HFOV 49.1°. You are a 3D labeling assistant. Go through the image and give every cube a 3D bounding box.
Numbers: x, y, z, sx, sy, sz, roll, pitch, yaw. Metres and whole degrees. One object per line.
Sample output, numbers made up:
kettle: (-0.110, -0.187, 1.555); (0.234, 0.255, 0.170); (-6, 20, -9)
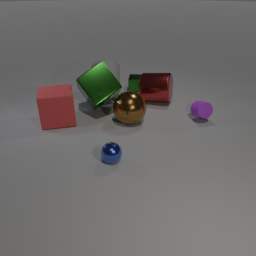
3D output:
cube: (-1.288, -1.805, 12.290); (1.400, 1.400, 1.400); (-37, 1, -10)
cube: (0.407, -2.457, 15.215); (0.700, 0.700, 0.700); (3, 37, 7)
cube: (-2.973, -0.912, 11.731); (1.400, 1.400, 1.400); (-7, 29, -11)

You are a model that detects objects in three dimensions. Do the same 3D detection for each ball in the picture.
ball: (-0.545, 0.815, 9.246); (0.700, 0.700, 0.700); (0, 28, 0)
ball: (0.070, -0.841, 11.650); (1.400, 1.400, 1.400); (0, 28, 0)

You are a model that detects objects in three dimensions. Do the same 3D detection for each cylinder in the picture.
cylinder: (-1.089, -2.458, 13.930); (1.400, 1.400, 1.400); (-3, -14, -1)
cylinder: (3.136, -0.793, 11.940); (0.700, 0.700, 0.700); (-7, 12, -13)
cylinder: (1.389, -1.973, 13.609); (1.400, 1.400, 1.400); (3, 28, 17)
